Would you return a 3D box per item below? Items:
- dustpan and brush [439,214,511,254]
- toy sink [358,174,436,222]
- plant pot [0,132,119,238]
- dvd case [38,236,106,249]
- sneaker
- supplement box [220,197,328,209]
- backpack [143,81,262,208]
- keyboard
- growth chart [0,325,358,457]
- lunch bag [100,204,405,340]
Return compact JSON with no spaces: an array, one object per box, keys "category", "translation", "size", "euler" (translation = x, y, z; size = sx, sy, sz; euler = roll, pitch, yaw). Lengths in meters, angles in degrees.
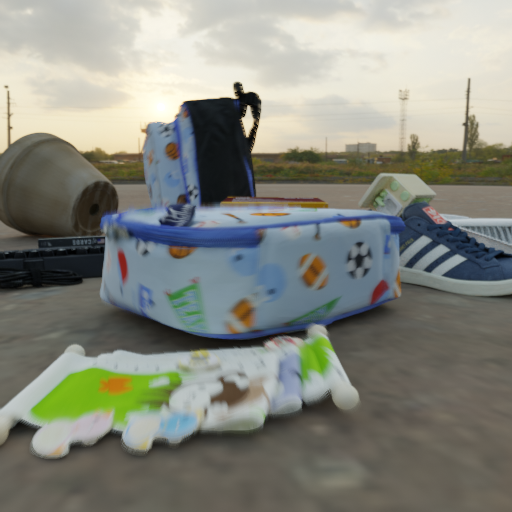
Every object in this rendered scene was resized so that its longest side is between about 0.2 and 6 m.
[{"category":"dustpan and brush","translation":[3.559,-0.503,10.130],"size":[3.393,0.971,2.368],"euler":[4,10,26]},{"category":"toy sink","translation":[2.046,-0.791,8.087],"size":[0.935,0.609,0.524],"euler":[-5,47,-43]},{"category":"plant pot","translation":[-4.256,-1.319,12.380],"size":[2.032,2.341,2.341],"euler":[25,20,26]},{"category":"dvd case","translation":[-2.860,-0.228,10.139],"size":[1.866,0.231,1.403],"euler":[-4,1,-13]},{"category":"sneaker","translation":[2.528,-0.166,7.592],"size":[2.656,1.123,0.996],"euler":[8,12,39]},{"category":"supplement box","translation":[0.273,-0.373,9.010],"size":[1.600,1.077,1.622],"euler":[0,9,0]},{"category":"backpack","translation":[-1.060,-1.527,11.389],"size":[2.392,3.105,2.958],"euler":[-3,-2,-5]},{"category":"keyboard","translation":[-3.246,0.099,8.159],"size":[3.542,0.454,2.127],"euler":[-5,10,-22]},{"category":"growth chart","translation":[-0.483,0.883,3.963],"size":[2.394,0.212,1.732],"euler":[-3,9,-6]},{"category":"lunch bag","translation":[-0.119,0.003,6.201],"size":[3.150,1.190,2.524],"euler":[-3,9,-37]}]
